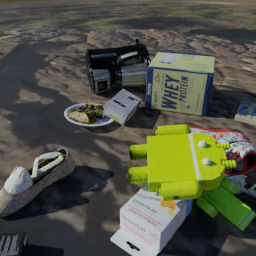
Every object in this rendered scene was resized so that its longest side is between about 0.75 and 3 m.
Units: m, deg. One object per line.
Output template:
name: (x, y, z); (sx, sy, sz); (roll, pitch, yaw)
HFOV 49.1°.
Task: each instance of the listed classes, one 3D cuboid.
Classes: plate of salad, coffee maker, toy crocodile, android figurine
plate of salad: (-1.460, -0.641, 11.042); (2.055, 0.494, 2.055); (4, 28, -2)
coffee maker: (-0.558, -3.021, 13.680); (2.935, 1.977, 2.819); (-8, 34, -10)
toy crocodile: (1.916, 1.518, 7.334); (2.901, 0.896, 0.979); (33, 83, 39)
android figurine: (1.300, 0.796, 6.992); (2.596, 0.533, 2.363); (-4, 40, 9)

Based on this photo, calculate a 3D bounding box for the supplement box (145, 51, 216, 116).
supplement box: (2.328, -2.056, 12.253); (2.656, 1.783, 2.653); (9, 32, 14)

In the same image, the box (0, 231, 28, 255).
box: (-2.556, 2.729, 5.642); (0.822, 0.459, 1.165); (0, 31, -7)

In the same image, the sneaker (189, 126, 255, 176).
sneaker: (2.465, 0.727, 8.428); (2.965, 0.990, 1.589); (-2, 29, -9)

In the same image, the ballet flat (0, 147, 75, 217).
ballet flat: (-2.579, 1.291, 7.605); (0.899, 0.888, 2.640); (21, 37, 30)

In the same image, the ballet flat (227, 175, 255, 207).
ballet flat: (3.109, 1.596, 7.262); (2.006, 0.686, 0.682); (16, 43, 26)

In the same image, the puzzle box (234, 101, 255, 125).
puzzle box: (5.040, -0.616, 11.417); (1.074, 0.205, 1.614); (16, 34, 23)

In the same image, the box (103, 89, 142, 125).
box: (-0.195, -0.876, 11.216); (0.979, 0.505, 1.678); (29, 35, 6)

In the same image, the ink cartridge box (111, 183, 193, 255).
ink cartridge box: (0.589, 2.046, 6.576); (1.122, 0.661, 1.948); (21, 37, 31)
